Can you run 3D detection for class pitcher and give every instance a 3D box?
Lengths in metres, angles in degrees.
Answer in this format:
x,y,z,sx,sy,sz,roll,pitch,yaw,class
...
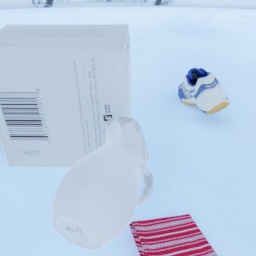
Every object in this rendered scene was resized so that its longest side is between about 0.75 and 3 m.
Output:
x,y,z,sx,sy,sz,roll,pitch,yaw,class
-0.224,1.076,4.826,1.252,1.771,2.065,-13,31,36,pitcher

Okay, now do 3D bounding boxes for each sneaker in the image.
x,y,z,sx,sy,sz,roll,pitch,yaw,class
2.301,-1.430,9.132,1.086,1.272,2.886,-28,18,-3,sneaker

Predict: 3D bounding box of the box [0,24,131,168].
x,y,z,sx,sy,sz,roll,pitch,yaw,class
-1.413,-0.739,6.483,2.908,2.893,1.900,0,34,3,box

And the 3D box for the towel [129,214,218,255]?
x,y,z,sx,sy,sz,roll,pitch,yaw,class
0.823,1.983,4.275,1.232,0.192,1.703,-1,27,-19,towel
